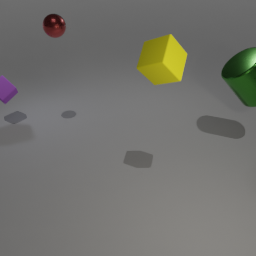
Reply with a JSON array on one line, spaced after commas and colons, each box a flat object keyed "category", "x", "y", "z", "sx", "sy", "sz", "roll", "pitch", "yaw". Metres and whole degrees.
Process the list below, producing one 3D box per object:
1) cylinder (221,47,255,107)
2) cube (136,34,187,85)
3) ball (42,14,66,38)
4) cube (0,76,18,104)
[{"category": "cylinder", "x": 4.029, "y": -1.642, "z": 9.158, "sx": 1.400, "sy": 1.400, "sz": 1.400, "roll": -38, "pitch": 25, "yaw": 22}, {"category": "cube", "x": 0.719, "y": -1.408, "z": 5.889, "sx": 0.700, "sy": 0.700, "sz": 0.700, "roll": -2, "pitch": 65, "yaw": 42}, {"category": "ball", "x": -2.262, "y": -3.136, "z": 8.605, "sx": 0.700, "sy": 0.700, "sz": 0.700, "roll": 0, "pitch": 31, "yaw": 0}, {"category": "cube", "x": -4.758, "y": -1.449, "z": 10.722, "sx": 0.700, "sy": 0.700, "sz": 0.700, "roll": -49, "pitch": 7, "yaw": -16}]
